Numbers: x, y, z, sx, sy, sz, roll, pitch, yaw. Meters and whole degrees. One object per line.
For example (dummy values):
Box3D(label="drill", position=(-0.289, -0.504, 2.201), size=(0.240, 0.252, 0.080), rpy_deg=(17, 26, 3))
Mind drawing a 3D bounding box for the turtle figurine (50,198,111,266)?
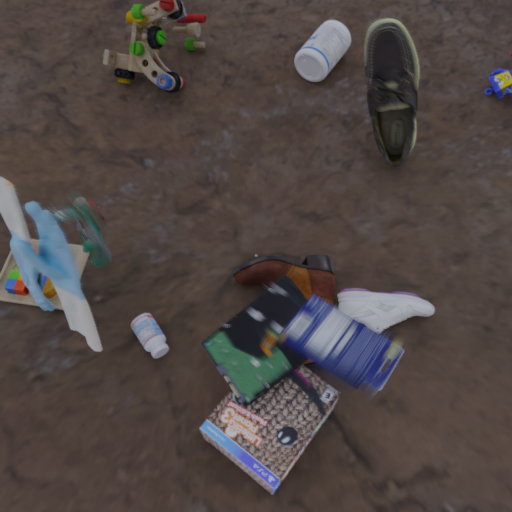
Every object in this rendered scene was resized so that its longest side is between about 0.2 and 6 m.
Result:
Box3D(label="turtle figurine", position=(-2.564, -0.478, 8.316), size=(0.617, 0.918, 1.226), rpy_deg=(-39, 60, 6))

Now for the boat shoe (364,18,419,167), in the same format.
Box3D(label="boat shoe", position=(2.652, -3.027, 10.708), size=(1.026, 2.802, 0.908), rpy_deg=(-8, 36, 18))

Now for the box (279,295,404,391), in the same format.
Box3D(label="box", position=(1.157, 1.191, 7.542), size=(1.468, 0.238, 0.889), rpy_deg=(30, 45, 18))

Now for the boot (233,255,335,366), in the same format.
Box3D(label="boot", position=(0.572, 1.015, 9.932), size=(1.858, 0.676, 1.973), rpy_deg=(-1, 68, -9))

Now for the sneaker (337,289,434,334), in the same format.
Box3D(label="sneaker", position=(2.269, 1.039, 9.889), size=(1.698, 0.636, 0.846), rpy_deg=(4, 80, 2))

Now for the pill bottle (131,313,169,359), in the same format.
Box3D(label="pill bottle", position=(-1.826, 1.390, 9.706), size=(0.404, 0.404, 0.744), rpy_deg=(-31, 66, -16))

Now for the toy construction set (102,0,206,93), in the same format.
Box3D(label="toy construction set", position=(-2.415, -4.870, 12.599), size=(1.871, 2.031, 2.435), rpy_deg=(9, 40, 18))

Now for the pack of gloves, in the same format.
Box3D(label="pack of gloves", position=(-3.521, 0.178, 8.795), size=(2.208, 2.628, 0.519), rpy_deg=(23, 43, 36))

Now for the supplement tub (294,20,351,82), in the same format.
Box3D(label="supplement tub", position=(1.523, -4.682, 12.827), size=(0.843, 0.843, 1.278), rpy_deg=(28, 64, 15))

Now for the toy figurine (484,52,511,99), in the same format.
Box3D(label="toy figurine", position=(5.692, -3.716, 12.545), size=(1.011, 0.891, 1.688), rpy_deg=(-21, 56, 21))

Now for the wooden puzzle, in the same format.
Box3D(label="wooden puzzle", position=(-3.991, 0.270, 10.368), size=(1.437, 0.333, 1.331), rpy_deg=(9, 61, 5))

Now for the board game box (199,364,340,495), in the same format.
Box3D(label="board game box", position=(0.227, 2.519, 8.796), size=(1.403, 0.852, 1.760), rpy_deg=(33, 67, 17))

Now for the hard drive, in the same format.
Box3D(label="hard drive", position=(0.169, 1.276, 8.450), size=(1.710, 0.324, 1.195), rpy_deg=(-40, 68, 4))
